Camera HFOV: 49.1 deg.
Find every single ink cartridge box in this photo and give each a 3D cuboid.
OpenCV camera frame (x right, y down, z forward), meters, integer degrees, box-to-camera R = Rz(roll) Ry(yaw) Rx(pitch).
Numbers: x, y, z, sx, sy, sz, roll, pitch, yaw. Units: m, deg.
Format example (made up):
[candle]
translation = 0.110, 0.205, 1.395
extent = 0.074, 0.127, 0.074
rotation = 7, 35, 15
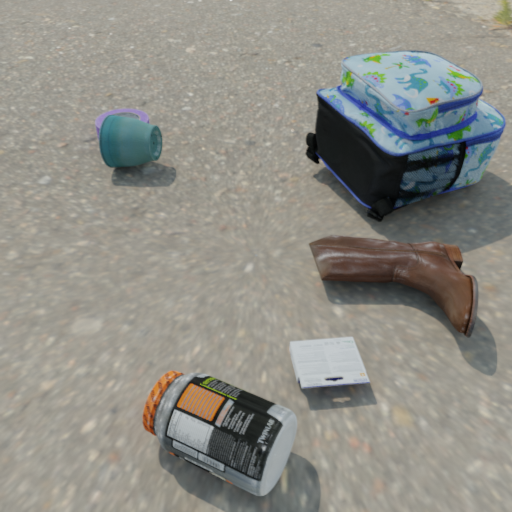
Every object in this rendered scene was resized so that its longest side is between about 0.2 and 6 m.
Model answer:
[ink cartridge box]
translation = 1.030, 1.576, 8.042
extent = 0.973, 0.215, 0.991
rotation = -3, 33, -5

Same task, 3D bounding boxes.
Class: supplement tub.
[supplement tub]
translation = -0.455, 2.082, 6.824
extent = 1.708, 1.046, 1.046
rotation = 18, 42, 22

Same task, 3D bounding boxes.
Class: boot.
[boot]
translation = 2.093, 0.384, 9.079
extent = 2.572, 0.826, 2.397
rotation = 7, 26, 3

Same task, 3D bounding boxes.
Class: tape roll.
[tape roll]
translation = -3.213, -3.060, 13.587
extent = 1.276, 0.542, 1.276
rotation = 0, 40, 0

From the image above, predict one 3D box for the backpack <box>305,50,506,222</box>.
[backpack]
translation = 3.240, -2.699, 11.556
extent = 3.426, 2.517, 3.135
rotation = -13, 44, -25

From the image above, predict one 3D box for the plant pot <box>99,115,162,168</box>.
[plant pot]
translation = -2.697, -2.499, 12.327
extent = 1.088, 1.158, 1.158
rotation = 5, 39, 12
